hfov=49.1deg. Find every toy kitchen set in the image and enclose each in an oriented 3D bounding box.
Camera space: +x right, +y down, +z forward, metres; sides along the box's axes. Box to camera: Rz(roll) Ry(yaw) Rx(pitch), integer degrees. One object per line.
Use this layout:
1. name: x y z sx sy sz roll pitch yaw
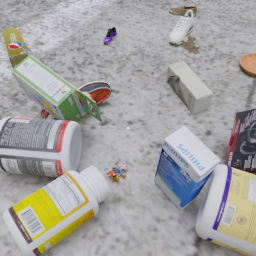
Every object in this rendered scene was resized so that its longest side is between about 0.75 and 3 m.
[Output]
1. toy kitchen set: 3.091 -4.084 13.009 0.815 0.737 0.904 -35 57 -27

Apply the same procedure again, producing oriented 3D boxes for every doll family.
1. doll family: -0.329 1.377 8.546 0.492 0.357 0.793 28 36 31

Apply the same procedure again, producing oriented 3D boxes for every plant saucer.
1. plant saucer: 5.589 -2.692 12.092 1.539 0.288 1.539 0 48 1

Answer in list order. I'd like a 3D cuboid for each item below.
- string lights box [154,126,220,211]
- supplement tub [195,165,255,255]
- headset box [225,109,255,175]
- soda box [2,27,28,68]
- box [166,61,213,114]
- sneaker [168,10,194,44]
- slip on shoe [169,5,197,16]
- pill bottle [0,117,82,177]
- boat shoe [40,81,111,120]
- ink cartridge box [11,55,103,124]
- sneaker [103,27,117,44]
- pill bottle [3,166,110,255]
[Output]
1. string lights box: 1.397 1.141 7.263 0.692 2.346 1.205 -31 62 -21
2. supplement tub: 3.148 2.138 6.756 2.636 1.917 1.917 17 51 14
3. headset box: 3.925 0.473 7.601 1.047 2.712 2.019 27 69 -23
4. soda box: -5.013 -3.584 12.565 0.787 0.743 2.322 -17 50 -16
5. box: 2.300 -1.582 10.740 0.728 0.875 2.131 -18 50 -14
6. sneaker: 2.589 -4.885 13.621 0.853 0.898 2.232 21 54 15
7. slip on shoe: 2.997 -6.461 15.278 1.525 0.462 0.580 14 50 12
8. pill bottle: -2.960 0.527 8.330 2.910 1.686 1.686 5 49 4
9. boat shoe: -1.746 -0.809 9.949 2.729 0.971 0.854 -25 43 -14
10. ink cartridge box: -2.172 -0.917 8.708 2.822 1.465 0.837 35 71 18
11. sneaker: -0.892 -4.522 13.517 0.386 0.552 1.111 19 51 16
12. pill bottle: -1.726 2.034 7.214 2.507 1.370 1.370 -31 55 -25
